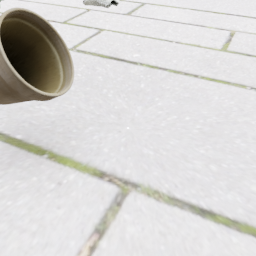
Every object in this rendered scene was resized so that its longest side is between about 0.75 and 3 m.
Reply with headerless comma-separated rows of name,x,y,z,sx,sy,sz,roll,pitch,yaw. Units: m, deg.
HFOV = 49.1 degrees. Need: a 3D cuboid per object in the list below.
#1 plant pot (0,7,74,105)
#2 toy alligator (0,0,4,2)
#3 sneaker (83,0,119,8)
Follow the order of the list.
plant pot,-2.376,-1.260,5.952,1.637,1.886,1.886,-21,30,29
toy alligator,-3.436,-2.662,5.982,1.897,0.515,0.563,0,79,6
sneaker,-0.936,-4.574,10.052,1.396,0.525,0.566,-22,88,-22
